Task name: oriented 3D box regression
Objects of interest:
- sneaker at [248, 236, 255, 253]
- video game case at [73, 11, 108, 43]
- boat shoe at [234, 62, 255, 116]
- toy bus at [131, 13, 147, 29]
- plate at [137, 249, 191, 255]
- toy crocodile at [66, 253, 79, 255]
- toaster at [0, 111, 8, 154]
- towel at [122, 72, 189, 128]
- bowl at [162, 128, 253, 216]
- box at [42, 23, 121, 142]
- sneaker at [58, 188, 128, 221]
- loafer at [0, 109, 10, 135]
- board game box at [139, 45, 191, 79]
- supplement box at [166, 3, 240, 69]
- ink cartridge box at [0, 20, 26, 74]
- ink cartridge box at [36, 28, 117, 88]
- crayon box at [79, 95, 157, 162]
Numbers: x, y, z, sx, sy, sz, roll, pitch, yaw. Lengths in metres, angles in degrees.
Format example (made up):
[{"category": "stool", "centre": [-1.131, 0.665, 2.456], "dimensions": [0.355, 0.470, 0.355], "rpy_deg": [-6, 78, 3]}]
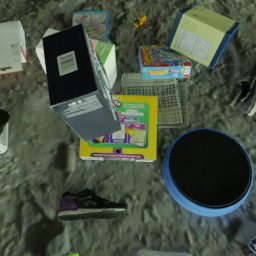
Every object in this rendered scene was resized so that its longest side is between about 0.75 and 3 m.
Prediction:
[{"category": "sneaker", "centre": [4.021, 3.935, 7.909], "dimensions": [1.202, 0.777, 2.216], "rpy_deg": [23, 59, 6]}, {"category": "video game case", "centre": [-1.680, -4.348, 12.424], "dimensions": [1.560, 0.194, 2.179], "rpy_deg": [-3, 63, -1]}, {"category": "boat shoe", "centre": [4.676, -1.670, 10.697], "dimensions": [0.777, 0.900, 2.478], "rpy_deg": [20, 69, 6]}, {"category": "toy bus", "centre": [0.495, -4.839, 12.580], "dimensions": [0.658, 0.360, 0.697], "rpy_deg": [-4, 63, -2]}, {"category": "plate", "centre": [1.038, 4.392, 7.989], "dimensions": [1.633, 0.264, 1.629], "rpy_deg": [4, 64, 2]}, {"category": "toy crocodile", "centre": [-1.987, 4.106, 7.966], "dimensions": [2.220, 0.685, 0.749], "rpy_deg": [-14, 66, -2]}, {"category": "toaster", "centre": [-4.906, 0.255, 9.560], "dimensions": [1.964, 1.116, 1.268], "rpy_deg": [-13, 68, 2]}, {"category": "towel", "centre": [1.035, -1.136, 10.674], "dimensions": [2.519, 0.435, 2.425], "rpy_deg": [-1, 63, -1]}, {"category": "bowl", "centre": [2.661, 1.355, 9.337], "dimensions": [2.987, 0.586, 2.987], "rpy_deg": [0, 63, 0]}, {"category": "box", "centre": [-1.023, -0.972, 6.416], "dimensions": [1.007, 1.762, 1.935], "rpy_deg": [-18, 62, 5]}, {"category": "sneaker", "centre": [-1.075, 2.306, 8.765], "dimensions": [2.167, 0.820, 0.949], "rpy_deg": [-1, 58, -1]}, {"category": "loafer", "centre": [-3.183, 0.024, 6.538], "dimensions": [0.490, 0.479, 1.344], "rpy_deg": [29, 32, -22]}, {"category": "board game box", "centre": [1.380, -2.642, 11.031], "dimensions": [1.813, 0.517, 1.852], "rpy_deg": [-2, 42, -2]}, {"category": "supplement box", "centre": [2.931, -3.659, 10.956], "dimensions": [2.065, 1.388, 2.068], "rpy_deg": [30, 40, 12]}, {"category": "ink cartridge box", "centre": [-5.045, -3.146, 11.557], "dimensions": [1.482, 0.685, 2.720], "rpy_deg": [-11, 65, -6]}, {"category": "ink cartridge box", "centre": [-1.836, -2.427, 10.502], "dimensions": [2.597, 1.890, 1.091], "rpy_deg": [17, 65, 8]}, {"category": "crayon box", "centre": [-0.307, -0.009, 9.694], "dimensions": [2.568, 0.749, 2.216], "rpy_deg": [2, 76, 1]}]
